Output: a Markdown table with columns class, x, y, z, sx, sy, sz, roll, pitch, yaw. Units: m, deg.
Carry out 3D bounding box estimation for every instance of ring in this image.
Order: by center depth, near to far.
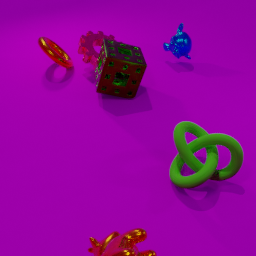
| class | x | y | z | sx | sy | sz | roll | pitch | yaw |
| --- | --- | --- | --- | --- | --- | --- | --- | --- | --- |
| ring | -2.345 | -2.452 | 9.114 | 0.269 | 1.344 | 1.344 | -44 | 44 | 14 |

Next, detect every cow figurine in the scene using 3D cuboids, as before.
| class | x | y | z | sx | sy | sz | roll | pitch | yaw |
| --- | --- | --- | --- | --- | --- | --- | --- | --- | --- |
| cow figurine | -0.205 | 1.881 | 4.024 | 1.181 | 0.659 | 1.200 | -26 | -4 | 20 |

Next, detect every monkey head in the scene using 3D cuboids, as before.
| class | x | y | z | sx | sy | sz | roll | pitch | yaw |
| --- | --- | --- | --- | --- | --- | --- | --- | --- | --- |
| monkey head | 1.677 | -2.801 | 9.394 | 0.763 | 1.266 | 0.911 | -32 | 30 | -20 |

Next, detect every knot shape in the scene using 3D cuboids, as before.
| class | x | y | z | sx | sy | sz | roll | pitch | yaw |
| --- | --- | --- | --- | --- | --- | --- | --- | --- | --- |
| knot shape | 1.446 | 0.463 | 5.734 | 1.496 | 0.691 | 1.400 | -21 | 64 | 0 |

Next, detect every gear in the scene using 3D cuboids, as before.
| class | x | y | z | sx | sy | sz | roll | pitch | yaw |
| --- | --- | --- | --- | --- | --- | --- | --- | --- | --- |
| gear | -0.771 | -2.497 | 9.200 | 1.726 | 0.319 | 1.726 | 15 | 49 | -18 |

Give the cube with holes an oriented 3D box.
| class | x | y | z | sx | sy | sz | roll | pitch | yaw |
| --- | --- | --- | --- | --- | --- | --- | --- | --- | --- |
| cube with holes | -0.259 | -1.673 | 7.965 | 1.123 | 1.123 | 1.123 | 9 | 39 | -17 |
